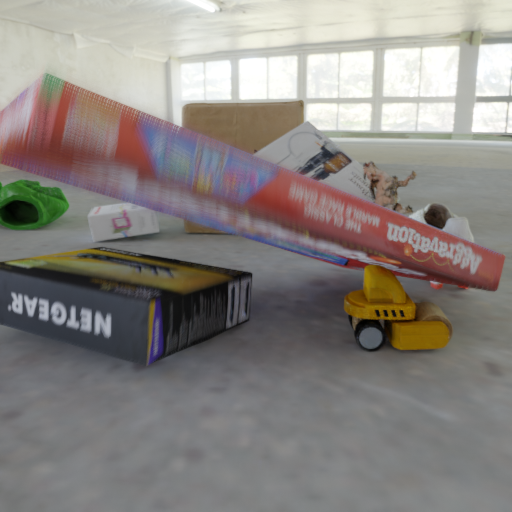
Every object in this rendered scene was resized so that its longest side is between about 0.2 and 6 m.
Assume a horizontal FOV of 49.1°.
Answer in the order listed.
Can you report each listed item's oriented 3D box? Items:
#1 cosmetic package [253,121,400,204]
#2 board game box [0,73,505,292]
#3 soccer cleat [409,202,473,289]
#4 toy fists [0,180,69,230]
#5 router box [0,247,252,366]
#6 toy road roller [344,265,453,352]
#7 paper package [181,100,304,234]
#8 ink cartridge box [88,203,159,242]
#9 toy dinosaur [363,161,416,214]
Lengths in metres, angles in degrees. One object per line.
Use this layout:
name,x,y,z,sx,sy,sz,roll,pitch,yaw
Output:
cosmetic package,1.183,-1.259,10.432,2.415,0.624,1.821,43,59,14
board game box,-0.006,-0.546,6.616,5.654,0.550,2.911,16,-4,-32
soccer cleat,2.906,-0.384,9.568,1.063,1.190,3.067,-1,15,-6
toy fists,-5.946,-1.242,13.145,2.960,1.018,1.509,0,14,5
router box,-1.676,0.470,6.846,2.624,0.685,2.063,9,11,27
toy road roller,1.642,0.583,6.541,1.216,0.887,0.747,1,15,2
paper package,-0.287,-1.979,12.340,2.667,2.798,1.447,1,15,4
ink cartridge box,-2.763,-0.768,11.810,1.374,0.581,0.993,-8,17,-7
toy dinosaur,2.245,-1.030,9.760,0.572,1.333,0.904,18,-20,-28
